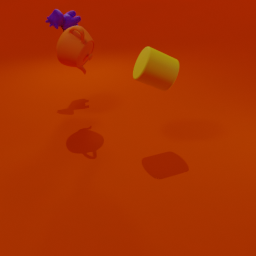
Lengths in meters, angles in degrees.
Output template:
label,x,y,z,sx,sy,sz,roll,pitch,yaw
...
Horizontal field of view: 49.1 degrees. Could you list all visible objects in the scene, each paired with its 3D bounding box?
label,x,y,z,sx,sy,sz,roll,pitch,yaw
teapot,-1.450,-2.238,8.118,0.940,1.920,1.193,32,66,5
cylinder,0.697,-1.475,7.059,0.870,0.870,0.870,19,23,-20
cow figurine,-2.329,-3.781,10.243,1.234,1.254,0.688,-34,68,-18
